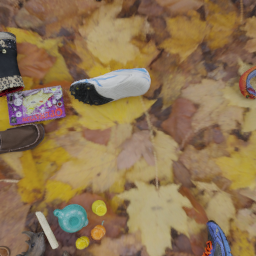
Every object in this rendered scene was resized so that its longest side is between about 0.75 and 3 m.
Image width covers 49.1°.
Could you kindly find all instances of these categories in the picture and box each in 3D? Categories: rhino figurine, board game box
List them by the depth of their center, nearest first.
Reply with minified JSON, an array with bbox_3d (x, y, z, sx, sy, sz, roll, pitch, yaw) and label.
[{"bbox_3d":[-2.074,3.904,7.459,1.193,0.815,2.727,-37,83,-4],"label":"rhino figurine"},{"bbox_3d":[-2.693,-0.659,8.243,1.600,0.258,0.960,-10,87,-4],"label":"board game box"}]

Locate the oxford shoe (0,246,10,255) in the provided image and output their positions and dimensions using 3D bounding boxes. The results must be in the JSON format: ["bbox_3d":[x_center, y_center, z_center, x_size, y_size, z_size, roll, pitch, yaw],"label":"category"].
[{"bbox_3d":[-4.001,3.536,7.664,1.374,0.490,0.490,-11,85,0],"label":"oxford shoe"}]

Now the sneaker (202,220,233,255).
[{"bbox_3d":[2.244,3.730,7.452,0.964,0.926,2.459,-2,81,5],"label":"sneaker"}]

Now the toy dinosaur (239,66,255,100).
[{"bbox_3d":[4.460,-1.834,8.262,2.517,1.456,2.774,-10,43,13],"label":"toy dinosaur"}]

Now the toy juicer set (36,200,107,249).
[{"bbox_3d":[-1.493,2.688,7.638,1.893,0.515,1.205,-3,92,-19],"label":"toy juicer set"}]

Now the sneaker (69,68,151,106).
[{"bbox_3d":[-0.519,-1.238,8.143,2.368,0.851,0.858,-7,38,8],"label":"sneaker"}]

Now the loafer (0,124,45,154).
[{"bbox_3d":[-3.348,0.376,7.909,1.981,0.703,0.723,-19,84,-2],"label":"loafer"}]

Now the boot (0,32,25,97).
[{"bbox_3d":[-4.197,-1.700,8.104,2.263,0.817,1.709,-16,86,-2],"label":"boot"}]
